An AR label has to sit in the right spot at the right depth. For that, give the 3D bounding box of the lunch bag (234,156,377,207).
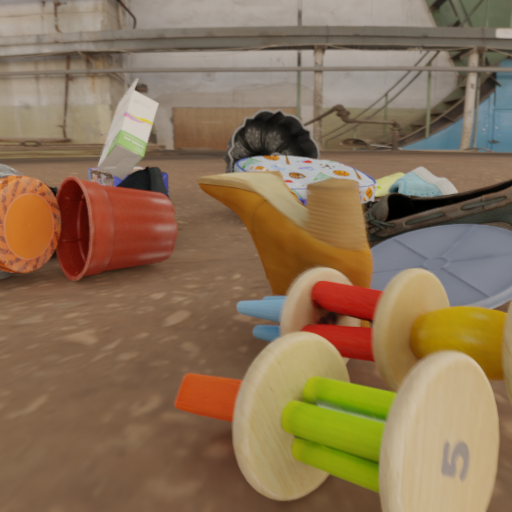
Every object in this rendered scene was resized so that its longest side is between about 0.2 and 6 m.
[{"bbox_3d":[0.965,-1.320,11.711,2.834,1.071,2.271,-7,28,-26],"label":"lunch bag"}]

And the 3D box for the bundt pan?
[{"bbox_3d":[0.290,-2.168,13.170,2.396,2.396,0.899,-6,2,-24],"label":"bundt pan"}]

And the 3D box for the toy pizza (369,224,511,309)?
[{"bbox_3d":[1.951,0.208,6.016,1.994,0.316,1.994,-15,23,6],"label":"toy pizza"}]

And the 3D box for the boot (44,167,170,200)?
[{"bbox_3d":[-2.922,-0.893,9.713,2.630,1.196,3.131,1,19,-15],"label":"boot"}]

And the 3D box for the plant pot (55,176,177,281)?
[{"bbox_3d":[-1.844,-0.376,7.468,1.292,1.328,1.328,-4,12,-39],"label":"plant pot"}]

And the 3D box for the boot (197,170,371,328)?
[{"bbox_3d":[0.179,-0.020,5.339,0.738,1.501,2.097,-17,21,-39],"label":"boot"}]

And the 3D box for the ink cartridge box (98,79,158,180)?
[{"bbox_3d":[-2.422,-2.448,10.781,0.570,1.694,0.992,24,-33,-27],"label":"ink cartridge box"}]

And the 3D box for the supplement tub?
[{"bbox_3d":[-3.908,-0.478,7.278,2.463,1.509,1.509,4,14,22],"label":"supplement tub"}]

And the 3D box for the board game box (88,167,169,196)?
[{"bbox_3d":[-3.194,-1.699,13.965,1.434,0.871,1.799,-9,16,-33],"label":"board game box"}]

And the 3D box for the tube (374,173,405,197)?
[{"bbox_3d":[3.582,-1.945,15.908,2.205,0.572,0.640,-20,-15,-44],"label":"tube"}]

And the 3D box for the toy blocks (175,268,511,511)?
[{"bbox_3d":[0.408,0.688,3.628,2.064,0.899,2.476,-22,14,-40],"label":"toy blocks"}]

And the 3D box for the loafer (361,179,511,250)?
[{"bbox_3d":[2.186,-0.561,7.682,3.222,1.013,1.158,1,35,38],"label":"loafer"}]

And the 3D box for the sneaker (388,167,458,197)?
[{"bbox_3d":[3.532,-1.097,11.869,1.093,0.986,2.667,-29,17,6],"label":"sneaker"}]
